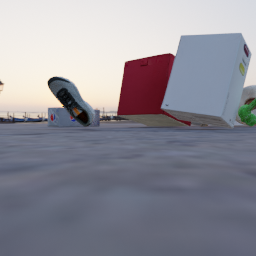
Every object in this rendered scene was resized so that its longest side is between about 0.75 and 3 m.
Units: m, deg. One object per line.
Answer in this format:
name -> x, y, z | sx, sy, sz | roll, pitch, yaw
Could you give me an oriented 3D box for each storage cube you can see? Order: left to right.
storage cube -> 1.004, -1.159, 9.451 | 2.154, 1.936, 1.841 | 2, -10, 40

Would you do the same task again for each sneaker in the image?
sneaker -> -1.341, -0.640, 6.753 | 0.552, 1.493, 0.592 | -37, 23, 13

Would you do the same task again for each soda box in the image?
soda box -> -1.950, -0.390, 10.369 | 0.651, 0.701, 2.054 | 2, 2, 37

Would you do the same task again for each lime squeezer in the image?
lime squeezer -> 2.965, -0.352, 6.575 | 0.694, 0.371, 1.965 | -33, -35, 13

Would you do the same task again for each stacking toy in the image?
stacking toy -> 4.903, -0.543, 10.586 | 1.540, 1.540, 2.108 | 1, -19, 40

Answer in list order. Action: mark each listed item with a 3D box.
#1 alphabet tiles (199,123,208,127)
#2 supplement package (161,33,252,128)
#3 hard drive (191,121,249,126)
alphabet tiles -> 3.191, -0.882, 9.806 | 0.093, 2.058, 2.462 | 40, 16, 19
supplement package -> 1.820, -1.089, 6.467 | 1.442, 1.852, 1.027 | 12, -6, 38
hard drive -> 4.364, -0.316, 13.574 | 2.664, 0.350, 1.756 | 0, 5, -12
